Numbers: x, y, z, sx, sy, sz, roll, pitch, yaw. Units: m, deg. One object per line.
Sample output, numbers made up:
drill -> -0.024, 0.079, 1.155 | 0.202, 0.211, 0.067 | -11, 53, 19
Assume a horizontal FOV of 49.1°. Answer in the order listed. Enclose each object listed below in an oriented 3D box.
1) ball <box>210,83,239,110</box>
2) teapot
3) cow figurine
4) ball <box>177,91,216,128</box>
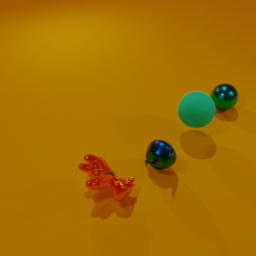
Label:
ball -> 2.763, -0.896, 8.045 | 0.771, 0.771, 0.771 | 0, 45, 0
teapot -> 0.734, 0.642, 6.376 | 0.580, 1.184, 0.736 | -42, 97, -32
cow figurine -> -0.419, 1.050, 5.981 | 1.065, 0.594, 1.082 | 14, 28, -40
ball -> 1.705, -0.457, 7.000 | 0.925, 0.925, 0.925 | 0, 45, 0
